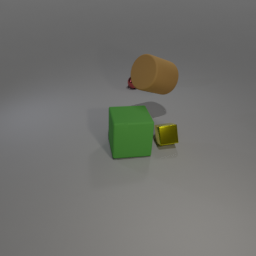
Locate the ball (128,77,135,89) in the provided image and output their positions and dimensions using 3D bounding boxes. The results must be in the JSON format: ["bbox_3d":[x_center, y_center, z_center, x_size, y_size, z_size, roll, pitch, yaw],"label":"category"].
[{"bbox_3d":[0.324,-2.505,15.313,0.700,0.700,0.700,0,31,0],"label":"ball"}]

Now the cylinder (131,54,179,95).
[{"bbox_3d":[1.061,-2.111,11.196,1.400,1.400,1.400,4,21,-45],"label":"cylinder"}]

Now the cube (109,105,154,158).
[{"bbox_3d":[0.063,0.111,10.187,1.400,1.400,1.400,-3,30,-10],"label":"cube"}]

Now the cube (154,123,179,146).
[{"bbox_3d":[1.438,0.219,10.528,0.700,0.700,0.700,-8,7,-6],"label":"cube"}]
